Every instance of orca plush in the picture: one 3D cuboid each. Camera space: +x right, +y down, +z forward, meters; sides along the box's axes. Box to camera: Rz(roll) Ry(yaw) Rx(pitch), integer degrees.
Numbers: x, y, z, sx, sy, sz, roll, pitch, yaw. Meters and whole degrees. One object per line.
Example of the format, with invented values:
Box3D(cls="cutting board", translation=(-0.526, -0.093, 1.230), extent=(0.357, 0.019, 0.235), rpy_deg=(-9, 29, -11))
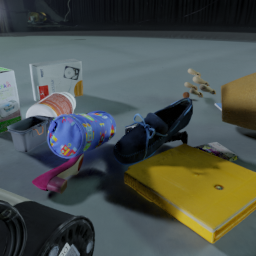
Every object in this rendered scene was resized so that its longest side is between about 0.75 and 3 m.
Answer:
Box3D(cls="orca plush", translation=(0.700, 0.372, 7.569), extent=(1.775, 0.631, 0.934), rpy_deg=(10, -19, 11))

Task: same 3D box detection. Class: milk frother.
Box3D(cls="milk frother", translation=(-1.784, 1.242, 3.259), extent=(2.055, 2.185, 1.972), rpy_deg=(11, 30, 24))

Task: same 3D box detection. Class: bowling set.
Box3D(cls="bowling set", translation=(2.804, -1.641, 11.601), extent=(0.821, 1.064, 1.529), rpy_deg=(16, 39, -31))

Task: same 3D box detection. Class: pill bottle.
Box3D(cls="pill bottle", translation=(-2.317, -0.532, 8.812), extent=(1.004, 1.004, 1.790), rpy_deg=(5, 24, 11))

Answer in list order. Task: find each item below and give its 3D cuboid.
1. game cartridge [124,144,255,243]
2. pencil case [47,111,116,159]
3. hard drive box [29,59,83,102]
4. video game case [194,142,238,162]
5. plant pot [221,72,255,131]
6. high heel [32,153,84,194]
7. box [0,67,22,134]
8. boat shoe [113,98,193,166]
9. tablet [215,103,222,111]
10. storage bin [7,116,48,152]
Box3D(cls="game cartridge", translation=(1.388, 1.126, 5.829), extent=(2.112, 0.389, 2.396), rpy_deg=(-17, 26, -35))
Box3D(cls="pencil case", translation=(-1.063, 0.051, 6.841), extent=(1.024, 0.920, 2.358), rpy_deg=(32, 13, 9))
Box3D(cls="hard drive box", translation=(-2.862, -1.928, 11.403), extent=(1.934, 1.507, 0.743), rpy_deg=(-18, 31, -34))
Box3D(cls="video game case", translation=(2.223, 0.645, 7.157), extent=(0.762, 0.150, 0.840), rpy_deg=(-10, 25, -21))
Box3D(cls="plant pot", translation=(4.013, -0.786, 8.269), extent=(2.396, 2.233, 2.233), rpy_deg=(-2, 22, 18))
Box3D(cls="high heel", translation=(-1.469, 0.867, 6.156), extent=(0.670, 0.470, 1.393), rpy_deg=(15, 26, 8))
Box3D(cls="box", translation=(-4.438, -0.986, 8.799), extent=(2.082, 1.838, 1.007), rpy_deg=(17, 29, 35))
Box3D(cls="boat shoe", translation=(0.596, -0.073, 6.746), extent=(1.017, 0.829, 2.417), rpy_deg=(38, 60, 24))
Box3D(cls="tablet", translation=(3.830, -0.657, 10.240), extent=(0.904, 0.095, 1.389), rpy_deg=(-1, 24, -4))
Box3D(cls="storage bin", translation=(-2.611, 0.178, 7.567), extent=(0.742, 0.685, 1.019), rpy_deg=(11, 27, 24))
